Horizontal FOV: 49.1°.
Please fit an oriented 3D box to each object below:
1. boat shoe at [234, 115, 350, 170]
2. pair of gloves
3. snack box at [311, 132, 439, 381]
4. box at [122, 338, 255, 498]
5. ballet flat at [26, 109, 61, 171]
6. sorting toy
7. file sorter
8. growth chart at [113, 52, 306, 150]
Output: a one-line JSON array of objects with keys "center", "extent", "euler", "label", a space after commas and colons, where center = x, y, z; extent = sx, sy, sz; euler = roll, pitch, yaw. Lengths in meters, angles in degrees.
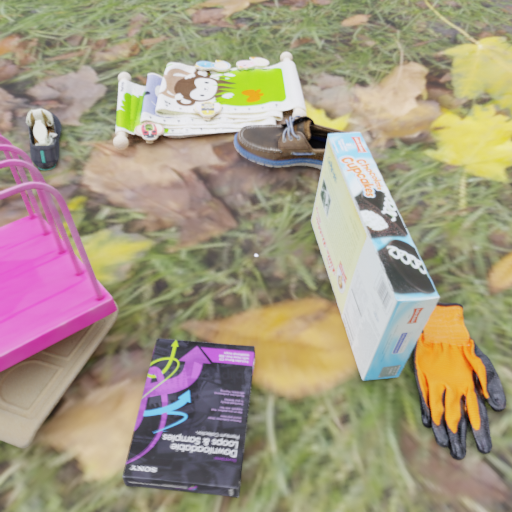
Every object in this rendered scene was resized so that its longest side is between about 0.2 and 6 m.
[{"center": [0.695, -1.932, 9.213], "extent": [2.088, 0.756, 0.754], "euler": [5, 60, -6], "label": "boat shoe"}, {"center": [3.109, 1.500, 6.748], "extent": [2.396, 0.296, 2.135], "euler": [8, 49, 6], "label": "pair of gloves"}, {"center": [1.358, -0.067, 7.194], "extent": [0.528, 1.653, 2.845], "euler": [-4, 49, -10], "label": "snack box"}, {"center": [-0.711, 1.799, 6.467], "extent": [1.255, 0.317, 1.756], "euler": [4, 50, 3], "label": "box"}, {"center": [-3.728, -2.208, 9.808], "extent": [0.613, 0.613, 1.677], "euler": [-12, 50, -10], "label": "ballet flat"}, {"center": [-3.275, 1.124, 7.016], "extent": [2.668, 0.357, 1.988], "euler": [12, 52, 20], "label": "sorting toy"}, {"center": [-3.415, -0.235, 6.618], "extent": [2.076, 1.873, 2.987], "euler": [-28, 38, -24], "label": "file sorter"}, {"center": [-0.877, -3.099, 10.770], "extent": [3.806, 0.338, 2.754], "euler": [-9, 48, -9], "label": "growth chart"}]
